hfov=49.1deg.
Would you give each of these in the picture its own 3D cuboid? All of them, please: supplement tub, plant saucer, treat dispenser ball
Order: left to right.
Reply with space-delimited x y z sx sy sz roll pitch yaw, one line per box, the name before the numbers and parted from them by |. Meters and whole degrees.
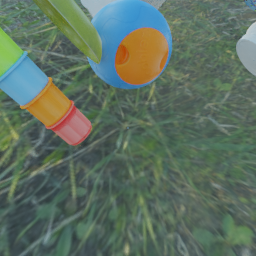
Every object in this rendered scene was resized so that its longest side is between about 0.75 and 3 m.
plant saucer | -1.133 -1.966 4.702 0.330 2.125 2.125 -46 57 -1
treat dispenser ball | 0.015 -1.778 6.056 1.855 1.855 1.855 0 47 0
supplement tub | 3.473 -2.041 6.162 1.787 1.293 1.293 -37 54 0

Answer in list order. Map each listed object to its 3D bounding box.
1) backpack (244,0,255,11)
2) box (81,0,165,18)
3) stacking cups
backpack | 2.842 -2.870 5.333 1.294 1.182 0.871 -36 23 26
box | -0.149 -4.046 7.463 1.444 2.210 2.198 -11 66 -49
stacking cups | -1.520 -0.749 4.143 0.778 2.571 0.778 -31 34 23
